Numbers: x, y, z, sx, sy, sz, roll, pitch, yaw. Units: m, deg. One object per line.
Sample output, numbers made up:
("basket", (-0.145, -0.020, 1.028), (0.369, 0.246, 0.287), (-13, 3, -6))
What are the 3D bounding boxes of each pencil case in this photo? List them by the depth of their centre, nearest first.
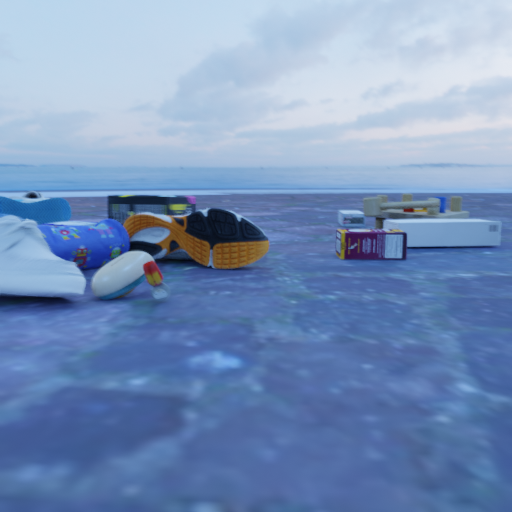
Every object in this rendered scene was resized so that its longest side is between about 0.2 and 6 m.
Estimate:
("pencil case", (-2.707, -0.136, 7.928), (0.794, 0.713, 1.828), (34, 24, 29))

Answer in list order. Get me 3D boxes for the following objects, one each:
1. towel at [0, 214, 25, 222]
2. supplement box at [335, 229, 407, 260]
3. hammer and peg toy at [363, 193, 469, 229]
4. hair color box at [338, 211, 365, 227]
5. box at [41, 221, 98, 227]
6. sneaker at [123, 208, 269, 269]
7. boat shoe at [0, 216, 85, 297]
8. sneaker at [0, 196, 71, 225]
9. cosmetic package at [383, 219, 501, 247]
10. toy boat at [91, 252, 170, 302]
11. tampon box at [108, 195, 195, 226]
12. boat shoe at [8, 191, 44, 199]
("towel", (-5.495, -0.349, 9.434), (1.635, 0.711, 2.929), (5, 10, 36))
("supplement box", (1.885, -0.194, 9.228), (1.071, 0.459, 0.591), (0, 9, 0))
("hammer and peg toy", (3.537, -0.902, 12.626), (1.824, 0.874, 2.480), (9, 13, 40))
("hair color box", (2.518, -0.993, 14.864), (0.584, 0.358, 1.180), (0, 8, 3))
("box", (-3.569, -0.424, 10.833), (0.769, 0.439, 0.836), (5, 9, 25))
("sneaker", (-0.852, -0.295, 8.752), (2.379, 0.900, 1.094), (6, 3, 21))
("boat shoe", (-2.857, -0.034, 6.406), (2.534, 0.868, 0.912), (6, -5, 41))
("sneaker", (-5.641, -0.922, 13.169), (2.352, 0.900, 0.950), (-3, -5, -40))
("cosmetic package", (3.509, -0.434, 10.669), (1.984, 0.502, 0.819), (-1, 9, -6))
("toy boat", (-1.366, 0.278, 6.267), (0.971, 0.451, 0.816), (1, 29, 42))
("tampon box", (-2.141, -0.793, 11.548), (1.464, 0.924, 1.097), (3, 7, 20))
("boat shoe", (-6.530, -1.474, 16.390), (0.926, 0.845, 2.572), (1, 9, 8))
